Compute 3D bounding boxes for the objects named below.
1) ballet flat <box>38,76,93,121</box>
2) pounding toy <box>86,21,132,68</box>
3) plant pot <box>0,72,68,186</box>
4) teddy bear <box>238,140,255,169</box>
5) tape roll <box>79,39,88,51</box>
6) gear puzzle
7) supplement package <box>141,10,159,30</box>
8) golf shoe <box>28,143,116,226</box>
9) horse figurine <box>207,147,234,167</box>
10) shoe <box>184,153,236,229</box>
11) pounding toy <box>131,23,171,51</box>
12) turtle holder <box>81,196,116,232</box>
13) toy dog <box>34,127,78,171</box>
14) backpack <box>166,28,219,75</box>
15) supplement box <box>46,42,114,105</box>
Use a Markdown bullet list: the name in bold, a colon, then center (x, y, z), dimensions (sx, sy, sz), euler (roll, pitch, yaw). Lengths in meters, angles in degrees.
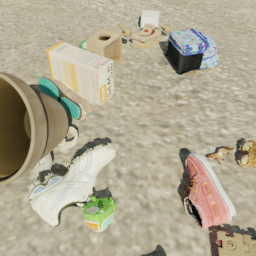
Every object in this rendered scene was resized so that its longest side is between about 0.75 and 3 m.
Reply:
- **ballet flat**: center (-2.390, -1.179, 10.914), dimensions (2.806, 0.955, 0.944), euler (40, 37, 26)
- **pounding toy**: center (-0.845, -3.932, 12.623), dimensions (1.050, 2.015, 2.294), euler (25, 51, 23)
- **plant pot**: center (-2.881, -0.076, 7.488), dimensions (2.739, 2.739, 2.377), euler (19, 12, 18)
- **teddy bear**: center (4.652, 1.026, 8.888), dimensions (2.227, 0.744, 1.615), euler (-2, 38, 9)
- **tape roll**: center (-1.777, -3.969, 13.856), dimensions (1.303, 0.313, 1.303), euler (0, 47, 0)
- **gear puzzle**: center (2.789, 3.810, 6.401), dimensions (1.411, 0.357, 2.725), euler (6, 49, 3)
- **supplement package**: center (1.210, -5.928, 15.450), dimensions (0.940, 0.723, 0.983), euler (6, 46, 5)
- **golf shoe**: center (-1.334, 1.625, 8.169), dimensions (2.934, 1.149, 1.427), euler (-34, 72, -22)
- **horse figurine**: center (3.100, 0.888, 9.232), dimensions (0.880, 0.220, 0.583), euler (-38, 51, -22)
- **shoe**: center (2.001, 1.720, 8.028), dimensions (1.037, 0.814, 2.279), euler (-12, 51, -17)
- **pounding toy**: center (1.047, -4.911, 14.133), dimensions (2.107, 1.209, 1.205), euler (-32, 58, -27)
- **turtle holder**: center (-0.768, 2.276, 7.540), dimensions (0.798, 0.745, 1.050), euler (-5, 16, 5)
- **toy dog**: center (-3.120, -0.139, 9.061), dimensions (1.867, 1.364, 2.831), euler (-42, 63, -8)
- **backpack**: center (3.045, -3.546, 12.662), dimensions (2.193, 1.475, 2.002), euler (-10, 46, -11)
- **supplement box**: center (-1.881, -2.207, 11.234), dimensions (2.617, 1.649, 0.962), euler (25, 49, 21)
